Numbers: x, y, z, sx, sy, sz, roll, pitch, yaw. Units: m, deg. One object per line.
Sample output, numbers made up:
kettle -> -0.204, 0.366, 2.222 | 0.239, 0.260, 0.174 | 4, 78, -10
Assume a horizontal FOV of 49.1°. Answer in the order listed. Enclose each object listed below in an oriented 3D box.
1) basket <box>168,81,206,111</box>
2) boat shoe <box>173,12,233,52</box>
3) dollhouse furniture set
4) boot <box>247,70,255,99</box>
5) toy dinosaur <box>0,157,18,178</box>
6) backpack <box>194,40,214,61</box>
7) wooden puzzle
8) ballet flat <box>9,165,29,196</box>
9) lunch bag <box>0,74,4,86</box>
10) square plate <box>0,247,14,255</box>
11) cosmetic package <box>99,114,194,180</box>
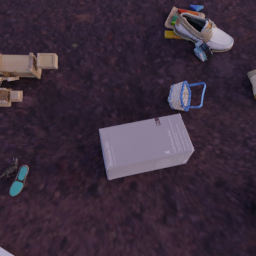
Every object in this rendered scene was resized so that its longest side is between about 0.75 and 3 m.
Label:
basket -> 2.272, -1.247, 10.769 | 1.310, 0.911, 1.155 | -2, 55, 35
boat shoe -> 3.409, -4.250, 12.443 | 2.771, 0.948, 1.035 | 20, 69, 4
dollhouse furniture set -> -3.953, -1.834, 11.313 | 2.295, 1.276, 2.029 | 1, 84, 0
boot -> 5.833, -1.829, 11.372 | 1.728, 0.629, 1.343 | -6, 60, 1
toy dinosaur -> -4.056, 1.470, 9.667 | 0.874, 0.336, 0.447 | -45, 51, -15
backpack -> 3.244, -3.372, 12.175 | 0.635, 0.749, 0.844 | -33, 54, 15
wooden puzzle -> 2.752, -5.207, 13.497 | 1.774, 0.308, 2.630 | 14, 61, 8
ballet flat -> -3.628, 1.765, 9.421 | 0.365, 0.345, 1.082 | 24, 82, -11
lunch bag -> -5.806, -1.942, 11.329 | 1.132, 0.811, 1.380 | 2, 66, -1
square plate -> -3.826, 4.231, 8.099 | 1.278, 0.184, 1.290 | 24, 63, 13
cosmetic package -> 0.536, 0.639, 9.569 | 2.886, 1.302, 1.542 | -11, 64, -10
